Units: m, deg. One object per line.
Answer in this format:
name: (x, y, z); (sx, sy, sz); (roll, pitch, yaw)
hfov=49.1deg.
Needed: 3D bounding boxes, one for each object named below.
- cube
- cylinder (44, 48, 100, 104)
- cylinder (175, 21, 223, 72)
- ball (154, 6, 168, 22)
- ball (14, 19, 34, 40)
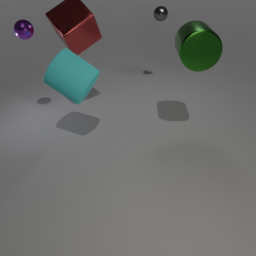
cube: (-2.090, -4.003, 11.014); (1.400, 1.400, 1.400); (-37, 70, -4)
cylinder: (-1.912, -1.754, 9.612); (1.400, 1.400, 1.400); (34, 34, -6)
cylinder: (2.399, -2.861, 9.721); (1.400, 1.400, 1.400); (0, 33, 1)
ball: (1.589, -5.536, 13.572); (0.700, 0.700, 0.700); (0, 32, 0)
ball: (-3.796, -3.588, 10.217); (0.700, 0.700, 0.700); (0, 32, 0)
